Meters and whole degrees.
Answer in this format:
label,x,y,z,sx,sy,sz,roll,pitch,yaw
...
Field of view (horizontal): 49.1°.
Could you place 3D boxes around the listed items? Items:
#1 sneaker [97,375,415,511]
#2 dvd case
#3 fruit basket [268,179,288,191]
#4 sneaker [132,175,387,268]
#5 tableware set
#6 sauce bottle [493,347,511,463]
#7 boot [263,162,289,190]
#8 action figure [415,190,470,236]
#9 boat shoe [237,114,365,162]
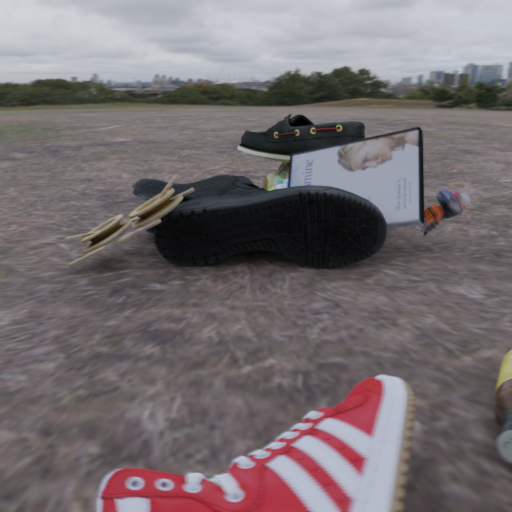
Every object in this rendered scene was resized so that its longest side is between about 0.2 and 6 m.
label,x,y,z,sx,sy,sz,roll,pitch,yaw
sneaker,0.048,1.365,3.131,1.457,0.923,2.591,10,22,17
dvd case,1.521,-1.121,8.949,2.267,1.617,0.199,-7,-24,29
fruit basket,0.196,-1.036,10.762,1.427,0.669,1.322,-5,29,12
sneaker,-0.120,-0.702,8.935,4.063,1.220,2.119,-2,23,3
tableware set,-1.852,-0.558,8.010,1.857,0.372,1.228,-22,19,29
sauce bottle,2.171,1.162,4.507,0.469,0.469,1.449,9,21,26
boot,1.316,-1.654,12.548,1.767,0.823,2.284,7,23,20
action figure,3.069,-0.767,9.209,0.930,0.503,0.961,-28,6,24
boat shoe,0.899,-2.419,11.762,1.236,1.059,3.378,-5,15,-40
